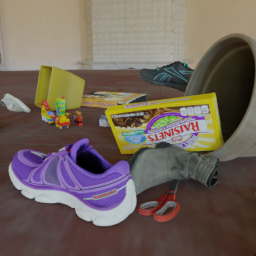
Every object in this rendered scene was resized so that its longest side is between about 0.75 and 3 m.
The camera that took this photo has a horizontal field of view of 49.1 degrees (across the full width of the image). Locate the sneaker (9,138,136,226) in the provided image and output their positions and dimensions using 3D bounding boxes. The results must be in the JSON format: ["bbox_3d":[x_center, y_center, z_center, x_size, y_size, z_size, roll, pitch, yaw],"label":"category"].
[{"bbox_3d":[-0.886,0.598,4.333,2.414,1.007,0.973,8,17,32],"label":"sneaker"}]

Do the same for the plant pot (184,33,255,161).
[{"bbox_3d":[2.738,-0.426,6.026,2.253,2.596,2.596,12,11,-15],"label":"plant pot"}]

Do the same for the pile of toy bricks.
[{"bbox_3d":[-2.178,-0.603,9.163,1.011,0.899,1.821,-10,18,-34],"label":"pile of toy bricks"}]

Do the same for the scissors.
[{"bbox_3d":[0.706,1.062,4.366,0.560,0.107,1.530,-1,9,35],"label":"scissors"}]

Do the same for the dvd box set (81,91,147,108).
[{"bbox_3d":[-0.730,-1.291,12.764,2.710,0.398,1.983,7,19,26],"label":"dvd box set"}]

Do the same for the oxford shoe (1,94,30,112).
[{"bbox_3d":[-4.485,-0.887,11.149,1.824,0.686,0.527,22,66,38],"label":"oxford shoe"}]

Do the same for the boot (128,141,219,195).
[{"bbox_3d":[0.846,0.708,4.734,1.245,0.645,1.905,14,19,28],"label":"boot"}]

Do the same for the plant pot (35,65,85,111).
[{"bbox_3d":[-2.821,-1.618,11.799,1.543,1.749,1.749,6,9,-33],"label":"plant pot"}]

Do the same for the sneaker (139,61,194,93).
[{"bbox_3d":[1.274,-1.508,7.923,2.019,0.800,0.761,19,18,26],"label":"sneaker"}]

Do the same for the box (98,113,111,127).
[{"bbox_3d":[-0.095,-0.313,8.844,1.364,0.330,1.080,5,20,31],"label":"box"}]

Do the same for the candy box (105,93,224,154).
[{"bbox_3d":[0.707,-0.018,5.692,2.234,1.142,0.295,-5,32,27],"label":"candy box"}]
